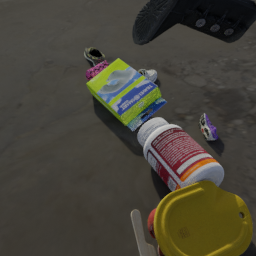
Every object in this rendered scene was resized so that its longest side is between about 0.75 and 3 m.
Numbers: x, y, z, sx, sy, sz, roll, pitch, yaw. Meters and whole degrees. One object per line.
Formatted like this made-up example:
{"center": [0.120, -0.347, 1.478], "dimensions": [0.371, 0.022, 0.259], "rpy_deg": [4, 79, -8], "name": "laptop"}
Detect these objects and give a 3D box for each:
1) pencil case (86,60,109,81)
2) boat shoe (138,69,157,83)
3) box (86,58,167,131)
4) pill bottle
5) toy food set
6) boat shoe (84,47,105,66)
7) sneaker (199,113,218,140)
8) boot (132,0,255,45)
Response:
{"center": [-1.198, -2.267, 11.052], "dimensions": [0.472, 0.487, 1.040], "rpy_deg": [34, 52, 19], "name": "pencil case"}
{"center": [0.561, -1.921, 10.585], "dimensions": [0.587, 0.578, 1.656], "rpy_deg": [30, 49, 30], "name": "boat shoe"}
{"center": [-0.118, -1.191, 9.362], "dimensions": [1.563, 0.611, 2.564], "rpy_deg": [-40, 51, -8], "name": "box"}
{"center": [1.195, 0.717, 7.007], "dimensions": [1.248, 1.248, 2.209], "rpy_deg": [-20, 45, -21], "name": "pill bottle"}
{"center": [1.201, 2.067, 5.655], "dimensions": [2.633, 0.860, 1.549], "rpy_deg": [-12, 64, -24], "name": "toy food set"}
{"center": [-1.429, -3.150, 12.050], "dimensions": [0.628, 0.526, 1.758], "rpy_deg": [-18, 44, -20], "name": "boat shoe"}
{"center": [2.476, -0.008, 8.611], "dimensions": [0.431, 0.416, 1.032], "rpy_deg": [7, 48, -15], "name": "sneaker"}
{"center": [1.464, -2.334, 6.277], "dimensions": [2.261, 1.864, 0.742], "rpy_deg": [1, 74, -27], "name": "boot"}
